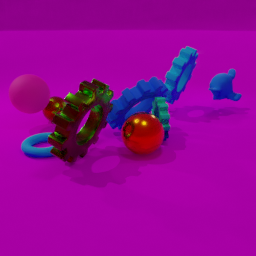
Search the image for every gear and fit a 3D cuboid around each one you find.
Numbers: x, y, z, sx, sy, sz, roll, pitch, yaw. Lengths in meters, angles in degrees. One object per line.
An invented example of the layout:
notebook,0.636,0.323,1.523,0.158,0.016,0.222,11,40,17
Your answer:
gear,0.253,-0.684,8.212,1.967,1.967,0.364,-19,68,-39
gear,-1.019,-0.143,6.465,0.367,1.982,1.982,28,30,15
gear,0.897,-0.249,7.798,0.224,1.211,1.211,-4,22,-7
gear,1.837,-1.840,9.946,0.375,2.030,2.030,29,31,18

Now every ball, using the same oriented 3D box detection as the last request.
ball,0.367,0.134,7.043,1.085,1.085,1.085,0,21,0
ball,-2.952,-1.018,8.431,1.181,1.181,1.181,0,21,0
ball,-2.405,-0.624,9.298,0.860,0.860,0.860,0,21,0

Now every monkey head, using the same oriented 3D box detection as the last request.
monkey head,3.582,-1.485,10.231,1.130,0.946,1.570,26,54,39

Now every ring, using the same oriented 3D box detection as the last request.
ring,-2.185,0.432,7.405,1.207,0.241,1.207,0,22,0
